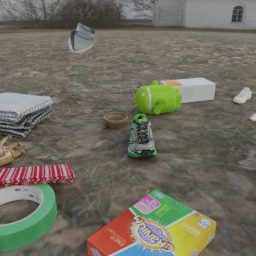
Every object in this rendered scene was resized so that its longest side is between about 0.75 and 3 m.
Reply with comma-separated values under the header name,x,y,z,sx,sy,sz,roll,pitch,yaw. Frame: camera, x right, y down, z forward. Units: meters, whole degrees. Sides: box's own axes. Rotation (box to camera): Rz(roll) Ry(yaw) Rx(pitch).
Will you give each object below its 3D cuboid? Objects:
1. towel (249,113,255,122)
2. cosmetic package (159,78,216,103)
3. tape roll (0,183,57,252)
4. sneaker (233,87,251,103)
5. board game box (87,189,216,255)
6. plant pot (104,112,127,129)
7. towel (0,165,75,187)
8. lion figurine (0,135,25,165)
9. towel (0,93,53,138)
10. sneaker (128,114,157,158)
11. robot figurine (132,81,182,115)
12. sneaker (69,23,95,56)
name,x,y,z,sx,sy,sz,roll,pitch,yaw
towel,5.663,-0.376,11.797,0.917,0.137,0.671,19,31,36
cosmetic package,2.977,-1.907,14.233,2.527,0.900,1.282,-7,25,-17
tape roll,-2.655,1.893,6.413,1.964,0.472,1.964,-1,24,0
sneaker,5.754,-1.683,14.067,0.556,0.647,1.528,21,33,35
board game box,0.524,2.237,5.691,1.655,0.436,2.163,21,32,38
plant pot,-0.494,-0.266,11.192,0.947,0.437,0.947,-1,24,0
towel,-2.556,1.264,7.473,2.096,0.236,1.516,-2,5,-17
lion figurine,-3.998,0.739,8.997,0.993,0.588,1.622,-28,22,-33
towel,-4.587,-0.585,11.143,2.641,1.130,2.186,6,24,17
sneaker,0.397,0.247,9.386,0.920,1.004,2.357,-3,25,-6
robot figurine,1.278,-1.281,12.442,2.152,1.245,1.888,-4,39,-10
sneaker,-1.718,-3.014,10.127,0.872,1.019,2.340,26,26,-13
